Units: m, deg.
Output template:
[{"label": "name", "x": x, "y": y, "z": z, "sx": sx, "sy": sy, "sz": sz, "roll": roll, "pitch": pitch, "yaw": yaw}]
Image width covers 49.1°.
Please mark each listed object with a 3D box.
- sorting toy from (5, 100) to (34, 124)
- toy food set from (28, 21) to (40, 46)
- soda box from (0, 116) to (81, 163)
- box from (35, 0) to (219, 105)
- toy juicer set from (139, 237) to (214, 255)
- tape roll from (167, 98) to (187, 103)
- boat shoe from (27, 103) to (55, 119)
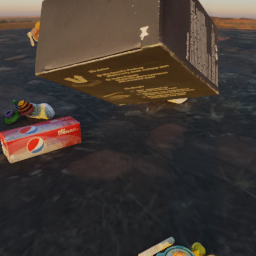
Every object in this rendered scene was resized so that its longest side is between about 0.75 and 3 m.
[{"label": "sorting toy", "x": -3.626, "y": -0.609, "z": 9.140, "sx": 1.098, "sy": 0.451, "sz": 0.660, "roll": -24, "pitch": 38, "yaw": 6}, {"label": "toy food set", "x": -2.909, "y": -3.173, "z": 9.197, "sx": 0.964, "sy": 0.665, "sz": 0.193, "roll": -28, "pitch": -18, "yaw": 16}, {"label": "soda box", "x": -2.291, "y": 0.253, "z": 7.527, "sx": 1.986, "sy": 0.630, "sz": 0.695, "roll": -17, "pitch": 30, "yaw": -32}, {"label": "box", "x": 0.119, "y": -1.606, "z": 5.714, "sx": 2.712, "sy": 1.619, "sz": 2.758, "roll": -3, "pitch": -10, "yaw": 34}, {"label": "toy juicer set", "x": 0.837, "y": 1.910, "z": 4.234, "sx": 1.165, "sy": 0.317, "sz": 0.741, "roll": 17, "pitch": 29, "yaw": 33}, {"label": "tape roll", "x": 1.606, "y": -2.151, "z": 11.030, "sx": 1.472, "sy": 2.144, "sz": 2.144, "roll": 18, "pitch": 30, "yaw": 36}, {"label": "boat shoe", "x": -3.096, "y": -0.526, "z": 9.502, "sx": 1.529, "sy": 0.550, "sz": 0.474, "roll": 6, "pitch": 33, "yaw": 39}]
